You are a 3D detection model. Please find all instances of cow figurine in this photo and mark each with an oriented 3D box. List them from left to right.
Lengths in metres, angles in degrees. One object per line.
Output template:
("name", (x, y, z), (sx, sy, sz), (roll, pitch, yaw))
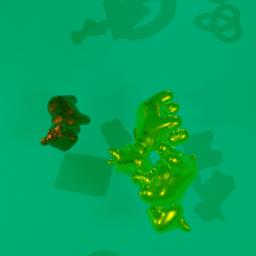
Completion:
("cow figurine", (-1.223, -0.135, 5.133), (0.636, 1.139, 1.158), (-41, 72, 25))
("cow figurine", (0.268, 0.116, 4.417), (1.293, 0.721, 1.314), (-22, 48, 14))
("cow figurine", (0.612, 0.880, 3.892), (1.191, 0.664, 1.210), (31, 103, -31))
